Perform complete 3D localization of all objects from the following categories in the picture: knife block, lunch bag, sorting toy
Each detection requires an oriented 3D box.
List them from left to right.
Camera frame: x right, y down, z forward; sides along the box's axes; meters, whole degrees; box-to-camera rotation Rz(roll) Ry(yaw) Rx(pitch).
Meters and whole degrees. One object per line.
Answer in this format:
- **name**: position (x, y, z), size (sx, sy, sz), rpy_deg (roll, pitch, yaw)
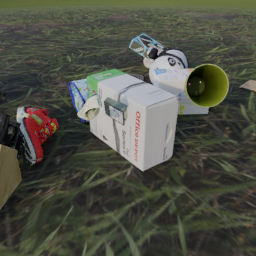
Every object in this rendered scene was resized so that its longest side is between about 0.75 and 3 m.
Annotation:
- **knife block**: position (-3.132, 0.724, 6.322), size (0.716, 1.965, 2.239), rpy_deg (3, 29, 8)
- **lunch bag**: position (-1.171, -1.280, 10.547), size (1.790, 1.341, 2.105), rpy_deg (-13, 41, -21)
- **sorting toy**: position (5.894, -1.866, 12.763), size (1.249, 0.228, 1.156), rpy_deg (20, 34, 39)

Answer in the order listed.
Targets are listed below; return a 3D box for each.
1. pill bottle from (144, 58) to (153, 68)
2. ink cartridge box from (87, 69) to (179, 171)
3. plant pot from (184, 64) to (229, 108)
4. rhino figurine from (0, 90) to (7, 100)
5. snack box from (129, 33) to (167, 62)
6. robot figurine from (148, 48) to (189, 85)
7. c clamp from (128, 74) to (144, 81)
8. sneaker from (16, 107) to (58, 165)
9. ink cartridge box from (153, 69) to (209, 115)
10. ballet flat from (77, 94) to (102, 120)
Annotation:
- **pill bottle**: position (1.423, -3.868, 15.770), size (0.729, 0.729, 1.299), rpy_deg (12, 31, 20)
- **ink cartridge box**: position (0.016, -0.345, 8.190), size (1.154, 2.004, 2.746), rpy_deg (-21, 35, -32)
- **plant pot**: position (2.080, -1.188, 7.948), size (1.140, 1.140, 1.218), rpy_deg (0, 8, 0)
- **rhino figurine**: position (-2.817, -0.810, 5.791), size (0.264, 0.883, 0.386), rpy_deg (-17, 64, 13)
- **snack box**: position (1.623, -3.948, 14.934), size (2.856, 0.530, 1.659), rpy_deg (34, 37, 5)
- **robot figurine**: position (1.918, -2.722, 12.777), size (1.964, 1.631, 2.614), rpy_deg (9, 30, 15)
- **c clamp**: position (-0.079, -2.292, 13.437), size (1.661, 0.263, 1.944), rpy_deg (7, 30, 12)
- **sneaker**: position (-2.727, 0.028, 8.509), size (1.234, 1.119, 2.906), rpy_deg (-6, 30, -20)
- **ink cartridge box**: position (2.153, -1.420, 10.715), size (2.216, 1.388, 1.424), rpy_deg (-2, 29, -3)
- **ballet flat**: position (-0.865, -0.381, 6.363), size (0.396, 1.139, 0.396), rpy_deg (9, 67, -22)
